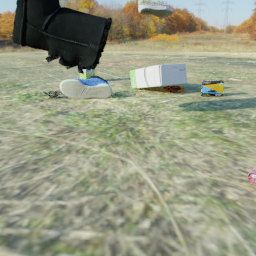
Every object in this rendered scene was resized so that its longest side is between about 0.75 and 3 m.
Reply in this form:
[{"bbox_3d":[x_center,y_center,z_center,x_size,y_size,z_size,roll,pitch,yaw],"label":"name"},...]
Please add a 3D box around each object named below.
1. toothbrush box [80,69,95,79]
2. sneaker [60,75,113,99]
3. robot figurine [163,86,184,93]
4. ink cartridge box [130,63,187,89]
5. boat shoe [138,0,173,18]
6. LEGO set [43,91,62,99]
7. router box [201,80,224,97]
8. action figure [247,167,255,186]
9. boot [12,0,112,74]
[{"bbox_3d":[-2.256,-3.142,15.546,0.485,1.126,0.820,11,20,30],"label":"toothbrush box"},{"bbox_3d":[-1.753,-1.739,11.741,2.111,0.810,1.174,1,24,-11],"label":"sneaker"},{"bbox_3d":[2.072,-1.768,12.758,0.932,0.271,0.676,-10,21,-30],"label":"robot figurine"},{"bbox_3d":[1.378,-2.381,12.965,1.602,0.925,2.201,-12,10,-32],"label":"ink cartridge box"},{"bbox_3d":[0.689,-2.971,6.904,0.978,0.303,0.352,-4,-11,-31],"label":"boat shoe"},{"bbox_3d":[-3.094,-1.384,11.718,0.748,0.326,1.151,4,6,6],"label":"LEGO set"},{"bbox_3d":[3.559,-1.678,11.852,0.894,0.667,0.228,-2,18,-4],"label":"router box"},{"bbox_3d":[2.262,0.726,4.670,0.920,0.617,0.685,-7,18,-28],"label":"action figure"},{"bbox_3d":[-1.555,-2.902,7.097,2.342,2.858,1.058,19,35,-7],"label":"boot"}]
